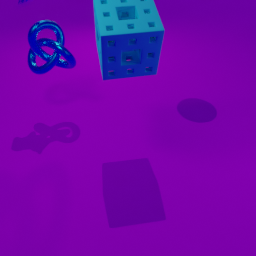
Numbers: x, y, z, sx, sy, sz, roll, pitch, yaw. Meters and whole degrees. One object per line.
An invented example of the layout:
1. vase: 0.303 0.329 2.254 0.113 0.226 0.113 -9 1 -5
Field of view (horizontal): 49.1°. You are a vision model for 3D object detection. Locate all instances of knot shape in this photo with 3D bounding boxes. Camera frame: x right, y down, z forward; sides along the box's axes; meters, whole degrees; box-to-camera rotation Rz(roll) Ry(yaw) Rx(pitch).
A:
1. knot shape: -2.104 -2.141 7.400 1.445 1.352 0.668 1 32 9

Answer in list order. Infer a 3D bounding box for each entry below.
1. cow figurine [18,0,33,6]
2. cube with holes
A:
1. cow figurine: -2.740 -3.484 6.739 1.046 0.574 1.029 17 46 -28
2. cube with holes: -0.035 -1.837 5.683 1.149 1.149 1.149 -8 59 -7
